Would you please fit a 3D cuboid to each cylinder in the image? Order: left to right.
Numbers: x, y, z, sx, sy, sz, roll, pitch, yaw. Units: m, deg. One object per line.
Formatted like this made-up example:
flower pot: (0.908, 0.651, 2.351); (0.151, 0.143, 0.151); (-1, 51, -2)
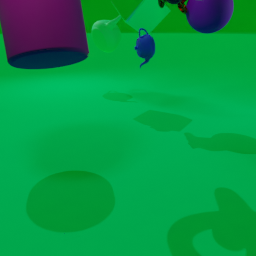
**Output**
cylinder: (-1.408, -1.777, 4.671); (1.335, 1.335, 1.335); (-9, 3, 1)

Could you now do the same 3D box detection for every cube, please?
cube: (0.377, -3.610, 8.261); (1.082, 1.082, 1.082); (14, 41, -51)

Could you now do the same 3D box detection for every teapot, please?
teapot: (-0.740, -3.597, 10.689); (0.966, 1.227, 1.974); (-39, 0, -25)
teapot: (0.431, -2.153, 7.589); (0.521, 1.064, 0.662); (-10, 21, -12)

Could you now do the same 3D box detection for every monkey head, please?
monkey head: (1.139, -3.339, 6.820); (0.837, 1.390, 1.000); (4, -13, 1)

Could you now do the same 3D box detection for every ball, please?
ball: (1.938, -2.836, 6.694); (1.104, 1.104, 1.104); (0, 20, 0)

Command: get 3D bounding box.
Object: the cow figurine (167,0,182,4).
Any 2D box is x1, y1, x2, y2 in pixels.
cow figurine: (0.733, -1.790, 2.295); (0.683, 1.225, 1.245); (29, -14, -25)
